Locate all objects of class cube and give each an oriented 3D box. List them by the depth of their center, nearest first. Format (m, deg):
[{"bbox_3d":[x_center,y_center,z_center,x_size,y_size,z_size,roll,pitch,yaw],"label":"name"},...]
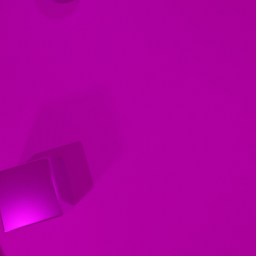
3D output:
[{"bbox_3d":[-2.160,1.495,6.578,1.313,1.313,1.313,-16,83,-2],"label":"cube"}]
